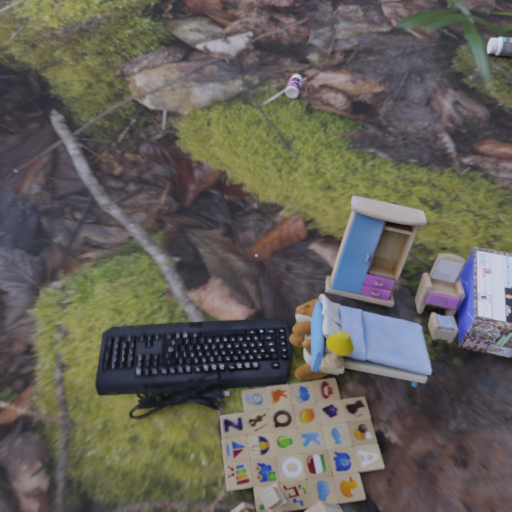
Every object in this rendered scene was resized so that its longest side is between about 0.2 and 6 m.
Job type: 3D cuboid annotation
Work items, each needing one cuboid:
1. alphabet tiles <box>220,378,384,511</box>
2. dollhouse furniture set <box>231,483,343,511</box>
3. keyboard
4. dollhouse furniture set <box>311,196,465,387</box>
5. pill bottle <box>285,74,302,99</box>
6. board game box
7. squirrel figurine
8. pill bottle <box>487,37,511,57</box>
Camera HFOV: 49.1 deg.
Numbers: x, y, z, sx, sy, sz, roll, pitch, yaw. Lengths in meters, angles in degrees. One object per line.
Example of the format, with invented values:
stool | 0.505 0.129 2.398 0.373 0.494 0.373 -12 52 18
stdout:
alphabet tiles | 0.707 3.029 9.133 2.515 0.080 2.093 -6 48 -5
dollhouse furniture set | 0.327 4.601 7.899 2.423 1.183 2.066 -37 56 3
keyboard | -1.071 1.818 9.808 3.453 0.684 1.797 -4 54 -2
dollhouse furniture set | 2.421 0.689 9.126 2.706 1.871 2.867 12 33 0
pill bottle | 1.002 -4.440 14.617 0.359 0.359 0.644 12 54 9
board game box | 4.877 0.946 10.217 2.084 1.009 1.661 11 54 8
squirrel figurine | 1.305 1.372 10.044 1.425 1.008 1.330 -2 42 -1
pill bottle | 6.915 -5.797 15.539 0.858 0.485 0.485 5 54 3
